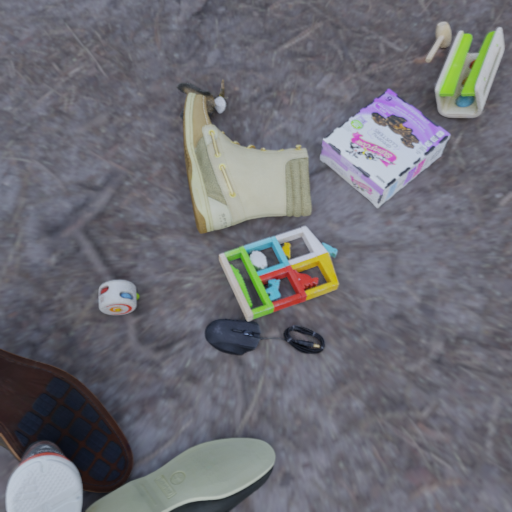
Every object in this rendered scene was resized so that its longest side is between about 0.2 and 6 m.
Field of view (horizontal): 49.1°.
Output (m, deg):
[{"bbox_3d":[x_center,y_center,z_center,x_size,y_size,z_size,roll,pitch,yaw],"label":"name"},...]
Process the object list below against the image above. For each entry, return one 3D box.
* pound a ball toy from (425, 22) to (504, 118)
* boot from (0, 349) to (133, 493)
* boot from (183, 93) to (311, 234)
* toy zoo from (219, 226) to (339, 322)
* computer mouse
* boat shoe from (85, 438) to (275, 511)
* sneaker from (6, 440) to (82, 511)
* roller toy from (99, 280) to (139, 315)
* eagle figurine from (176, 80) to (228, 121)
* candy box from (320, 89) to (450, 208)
[{"bbox_3d":[3.683,-3.372,10.149,1.235,0.805,1.894,9,60,33],"label":"pound a ball toy"},{"bbox_3d":[-3.069,1.977,7.267,3.158,1.531,1.180,40,59,-12],"label":"boot"},{"bbox_3d":[-0.173,-1.630,9.067,1.939,0.908,2.494,-8,64,-4],"label":"boot"},{"bbox_3d":[0.451,0.196,8.453,1.748,0.179,1.147,-18,61,-15],"label":"toy zoo"},{"bbox_3d":[0.122,1.157,7.998,1.733,0.295,0.508,3,62,1],"label":"computer mouse"},{"bbox_3d":[-0.855,2.994,6.845,2.429,0.761,0.888,-19,28,-23],"label":"boat shoe"},{"bbox_3d":[-2.381,3.304,6.408,0.974,1.035,2.527,5,96,-22],"label":"sneaker"},{"bbox_3d":[-2.017,0.626,8.131,0.580,0.529,0.405,-7,63,-3],"label":"roller toy"},{"bbox_3d":[-0.943,-2.702,9.853,0.832,0.628,0.631,-9,73,-16],"label":"eagle figurine"},{"bbox_3d":[2.121,-1.808,9.336,1.637,0.586,1.373,-39,69,-18],"label":"candy box"}]
